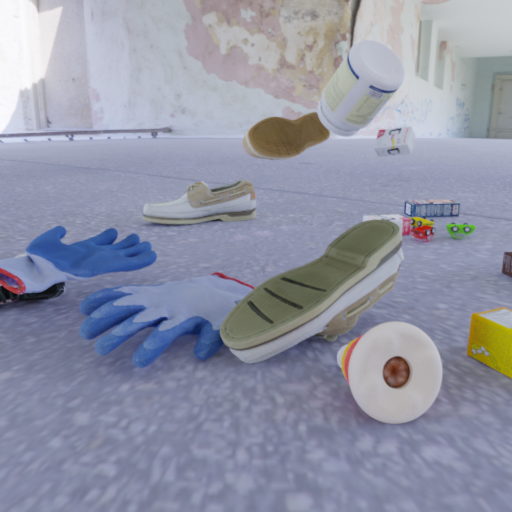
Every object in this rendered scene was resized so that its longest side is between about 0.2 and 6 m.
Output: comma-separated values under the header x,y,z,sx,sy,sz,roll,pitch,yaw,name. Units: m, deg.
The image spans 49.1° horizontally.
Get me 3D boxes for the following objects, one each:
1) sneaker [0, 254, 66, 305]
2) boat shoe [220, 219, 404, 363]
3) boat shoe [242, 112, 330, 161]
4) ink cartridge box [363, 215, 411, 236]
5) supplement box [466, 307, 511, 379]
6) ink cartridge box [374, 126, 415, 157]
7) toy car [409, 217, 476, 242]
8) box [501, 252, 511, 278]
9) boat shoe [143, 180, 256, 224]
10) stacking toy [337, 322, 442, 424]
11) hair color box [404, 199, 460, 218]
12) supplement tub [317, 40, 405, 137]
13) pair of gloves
x,y,z,sx,sy,sz,roll,pitch,yaw,name
-3.665,0.479,8.003,1.892,0.760,0.817,-5,26,13,sneaker
0.835,0.583,6.881,2.725,0.932,1.018,-30,33,-22,boat shoe
0.518,-2.266,11.187,2.413,0.889,0.835,-21,-3,-45,boat shoe
2.894,-0.678,12.498,0.881,0.371,0.638,-4,16,-13,ink cartridge box
2.883,0.995,6.131,0.533,0.536,0.979,-6,17,-25,supplement box
3.242,-2.677,13.129,0.821,0.606,0.351,-1,-33,35,ink cartridge box
4.005,-0.537,12.094,1.371,0.325,1.457,4,17,12,toy car
4.572,0.244,9.117,0.555,0.416,1.109,-3,17,-11,box
-1.385,-1.346,13.767,2.854,0.976,1.066,-6,17,-22,boat shoe
1.175,1.108,5.661,0.929,0.929,1.271,-4,-3,-13,stacking toy
4.541,-1.231,14.496,1.245,0.377,0.623,-1,16,-5,hair color box
1.758,-2.835,9.631,1.029,1.029,1.419,-9,-24,-29,supplement tub
-1.784,0.373,7.547,3.598,0.410,2.893,21,18,21,pair of gloves
